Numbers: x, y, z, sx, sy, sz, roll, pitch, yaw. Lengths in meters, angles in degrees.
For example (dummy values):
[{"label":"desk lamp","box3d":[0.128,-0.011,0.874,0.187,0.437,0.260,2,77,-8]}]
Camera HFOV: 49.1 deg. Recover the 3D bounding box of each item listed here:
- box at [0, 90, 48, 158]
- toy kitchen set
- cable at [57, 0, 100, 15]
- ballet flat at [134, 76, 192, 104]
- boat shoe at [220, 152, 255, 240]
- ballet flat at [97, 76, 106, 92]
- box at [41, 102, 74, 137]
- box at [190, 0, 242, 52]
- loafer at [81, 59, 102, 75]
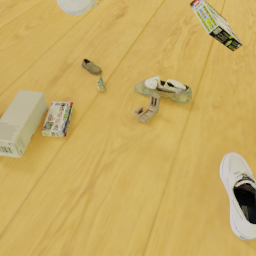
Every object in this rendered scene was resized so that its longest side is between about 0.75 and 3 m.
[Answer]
[{"label":"box","box3d":[-3.600,-0.203,9.365,0.976,0.812,2.376,8,47,8]},{"label":"toy kitchen set","box3d":[0.613,-0.771,9.938,0.675,0.747,0.828,31,50,27]},{"label":"cable","box3d":[-1.442,-3.673,7.695,1.099,0.381,1.099,-33,91,3]},{"label":"ballet flat","box3d":[1.332,-1.576,10.681,2.309,0.816,0.816,18,50,16]},{"label":"boat shoe","box3d":[3.165,1.621,7.631,0.968,0.860,2.632,1,47,1]},{"label":"ballet flat","box3d":[-1.104,-1.759,11.194,0.318,0.318,0.899,-11,48,-10]},{"label":"box","box3d":[-2.449,-0.340,9.872,0.814,0.257,1.480,2,47,2]},{"label":"box","box3d":[2.753,-3.128,8.578,2.127,0.369,1.171,2,58,-51]},{"label":"loafer","box3d":[-1.567,-2.609,11.903,1.125,0.379,0.428,29,53,24]}]
